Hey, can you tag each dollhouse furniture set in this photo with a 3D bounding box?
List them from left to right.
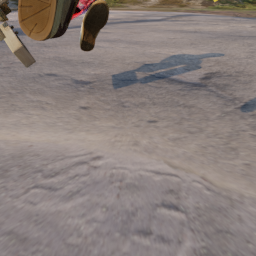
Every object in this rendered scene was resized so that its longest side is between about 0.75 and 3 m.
[{"bbox_3d":[-2.804,-3.013,7.435,1.640,2.013,1.914,-38,56,-4],"label":"dollhouse furniture set"}]

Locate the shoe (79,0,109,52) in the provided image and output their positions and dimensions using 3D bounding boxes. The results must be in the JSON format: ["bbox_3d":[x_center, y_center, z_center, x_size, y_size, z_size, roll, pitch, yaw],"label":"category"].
[{"bbox_3d":[-1.274,-3.655,9.847,0.794,2.270,0.606,5,62,-24],"label":"shoe"}]

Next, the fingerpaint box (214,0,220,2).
[{"bbox_3d":[3.358,-4.486,8.946,0.857,0.377,1.028,-26,9,-27],"label":"fingerpaint box"}]

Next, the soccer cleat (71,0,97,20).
[{"bbox_3d":[-1.236,-4.293,8.913,2.541,0.867,0.930,-14,48,52],"label":"soccer cleat"}]

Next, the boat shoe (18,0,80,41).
[{"bbox_3d":[-0.593,-1.669,2.760,0.594,1.648,0.593,28,25,15],"label":"boat shoe"}]
